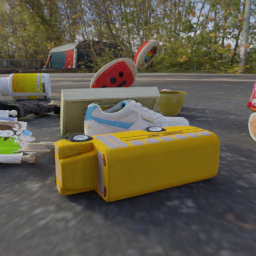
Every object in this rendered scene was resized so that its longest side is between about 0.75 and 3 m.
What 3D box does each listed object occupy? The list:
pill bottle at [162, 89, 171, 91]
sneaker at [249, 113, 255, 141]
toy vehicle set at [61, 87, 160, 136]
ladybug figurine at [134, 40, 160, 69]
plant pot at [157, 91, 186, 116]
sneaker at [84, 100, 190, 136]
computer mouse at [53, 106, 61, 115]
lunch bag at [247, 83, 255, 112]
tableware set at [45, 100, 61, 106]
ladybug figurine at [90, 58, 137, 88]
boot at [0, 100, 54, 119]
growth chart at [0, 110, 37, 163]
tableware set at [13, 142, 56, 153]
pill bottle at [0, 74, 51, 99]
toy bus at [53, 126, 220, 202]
[{"bbox_3d":[1.934,-1.348,13.019,0.788,0.788,1.381,-2,14,-8],"label":"pill bottle"},{"bbox_3d":[4.111,0.080,6.568,1.196,1.068,2.992,-5,13,-4],"label":"sneaker"},{"bbox_3d":[-0.552,-0.453,7.955,2.641,1.641,0.350,-4,56,-19],"label":"toy vehicle set"},{"bbox_3d":[0.688,-2.892,10.909,0.493,1.371,0.931,35,-13,25],"label":"ladybug figurine"},{"bbox_3d":[1.702,-0.998,11.365,1.262,0.896,1.262,1,13,0],"label":"plant pot"},{"bbox_3d":[0.323,-0.131,7.263,2.885,1.165,1.104,-4,13,-19],"label":"sneaker"},{"bbox_3d":[-1.748,-0.625,10.430,1.513,0.605,2.759,-7,15,-30],"label":"computer mouse"},{"bbox_3d":[5.206,-0.610,8.322,2.324,1.081,2.638,19,3,-15],"label":"lunch bag"},{"bbox_3d":[-2.153,-0.920,10.990,1.995,0.231,1.666,4,3,22],"label":"tableware set"},{"bbox_3d":[-0.546,-2.053,12.131,2.374,1.612,0.854,-35,53,-9],"label":"ladybug figurine"},{"bbox_3d":[-4.205,-0.760,11.061,2.166,0.750,1.885,13,14,24],"label":"boot"},{"bbox_3d":[-3.288,0.113,6.712,1.976,0.242,2.730,-1,27,-29],"label":"growth chart"},{"bbox_3d":[-1.404,0.455,6.128,1.869,0.217,1.561,3,-1,12],"label":"tableware set"},{"bbox_3d":[-5.696,-2.321,15.648,2.592,1.416,1.416,-2,14,-10],"label":"pill bottle"},{"bbox_3d":[0.189,0.574,4.936,2.786,0.907,1.091,-6,16,-26],"label":"toy bus"}]
